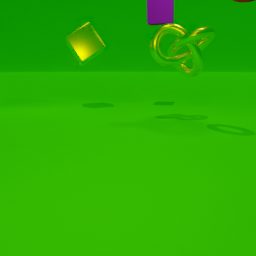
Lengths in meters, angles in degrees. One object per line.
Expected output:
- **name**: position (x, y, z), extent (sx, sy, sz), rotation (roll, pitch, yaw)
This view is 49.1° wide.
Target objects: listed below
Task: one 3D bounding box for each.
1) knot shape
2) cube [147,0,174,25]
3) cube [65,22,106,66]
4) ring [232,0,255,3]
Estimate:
- **knot shape**: position (1.591, -2.491, 8.717), extent (1.845, 1.972, 0.911), rotation (13, 53, -7)
- **cube**: position (1.322, -4.685, 11.280), extent (0.977, 0.977, 0.977), rotation (2, 18, 14)
- **cube**: position (-1.766, -3.418, 11.557), extent (1.159, 1.159, 1.159), rotation (-36, 10, -6)
- **ring**: position (2.549, -3.318, 5.623), extent (0.307, 1.534, 1.534), rotation (5, 6, -42)
